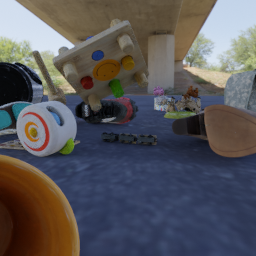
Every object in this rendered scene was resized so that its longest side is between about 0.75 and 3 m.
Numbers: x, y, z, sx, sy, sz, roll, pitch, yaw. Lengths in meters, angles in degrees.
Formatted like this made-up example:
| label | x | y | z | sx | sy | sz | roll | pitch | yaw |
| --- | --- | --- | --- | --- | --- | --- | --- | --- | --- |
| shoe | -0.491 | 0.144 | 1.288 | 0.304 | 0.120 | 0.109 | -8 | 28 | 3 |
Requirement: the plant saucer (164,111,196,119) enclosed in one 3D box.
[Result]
| label | x | y | z | sx | sy | sz | roll | pitch | yaw |
| --- | --- | --- | --- | --- | --- | --- | --- | --- | --- |
| plant saucer | 2.420 | -0.608 | 12.791 | 1.547 | 0.240 | 1.547 | 1 | 8 | 0 |

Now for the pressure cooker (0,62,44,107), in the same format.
| label | x | y | z | sx | sy | sz | roll | pitch | yaw |
| --- | --- | --- | --- | --- | --- | --- | --- | --- | --- |
| pressure cooker | -5.118 | -1.672 | 12.481 | 2.468 | 2.430 | 2.763 | -1 | 7 | -2 |

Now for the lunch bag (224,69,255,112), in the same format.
| label | x | y | z | sx | sy | sz | roll | pitch | yaw |
| --- | --- | --- | --- | --- | --- | --- | --- | --- | --- |
| lunch bag | 3.898 | -0.918 | 9.085 | 1.116 | 1.899 | 1.557 | -2 | 8 | -8 |

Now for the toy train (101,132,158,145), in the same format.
| label | x | y | z | sx | sy | sz | roll | pitch | yaw |
| --- | --- | --- | --- | --- | --- | --- | --- | --- | --- |
| toy train | 0.033 | 0.258 | 6.799 | 1.494 | 0.255 | 0.342 | 3 | -3 | 26 |

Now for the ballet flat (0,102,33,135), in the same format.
| label | x | y | z | sx | sy | sz | roll | pitch | yaw |
| --- | --- | --- | --- | --- | --- | --- | --- | --- | --- |
| ballet flat | -3.518 | -0.193 | 8.062 | 0.972 | 0.972 | 2.800 | 4 | 10 | 24 |

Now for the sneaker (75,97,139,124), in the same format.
| label | x | y | z | sx | sy | sz | roll | pitch | yaw |
| --- | --- | --- | --- | --- | --- | --- | --- | --- | --- |
| sneaker | -0.921 | -0.629 | 10.351 | 2.748 | 0.971 | 1.342 | 4 | 8 | 41 |

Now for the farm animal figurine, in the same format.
| label | x | y | z | sx | sy | sz | roll | pitch | yaw |
| --- | --- | --- | --- | --- | --- | --- | --- | --- | --- |
| farm animal figurine | 2.354 | -1.185 | 13.634 | 2.198 | 1.105 | 1.775 | 1 | -25 | 24 |

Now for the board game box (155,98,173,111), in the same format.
| label | x | y | z | sx | sy | sz | roll | pitch | yaw |
| --- | --- | --- | --- | --- | --- | --- | --- | --- | --- |
| board game box | 2.161 | -1.418 | 16.667 | 0.739 | 0.726 | 1.409 | -2 | 8 | -15 |

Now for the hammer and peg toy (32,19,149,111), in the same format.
| label | x | y | z | sx | sy | sz | roll | pitch | yaw |
| --- | --- | --- | --- | --- | --- | --- | --- | --- | --- |
| hammer and peg toy | -0.994 | -1.390 | 7.313 | 2.919 | 1.029 | 2.147 | -25 | -31 | 5 |

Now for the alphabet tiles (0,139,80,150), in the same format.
| label | x | y | z | sx | sy | sz | roll | pitch | yaw |
| --- | --- | --- | --- | --- | --- | --- | --- | --- | --- |
| alphabet tiles | -2.062 | 0.359 | 6.696 | 1.636 | 0.062 | 1.368 | 3 | 8 | 15 |

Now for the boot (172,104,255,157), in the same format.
| label | x | y | z | sx | sy | sz | roll | pitch | yaw |
| --- | --- | --- | --- | --- | --- | --- | --- | --- | --- |
| boot | 2.496 | -0.057 | 6.307 | 2.113 | 1.015 | 2.890 | -4 | 9 | -30 |

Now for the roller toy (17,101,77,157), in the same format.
| label | x | y | z | sx | sy | sz | roll | pitch | yaw |
| --- | --- | --- | --- | --- | --- | --- | --- | --- | --- |
| roller toy | -1.645 | 0.008 | 5.567 | 1.132 | 1.033 | 0.791 | 10 | 17 | 26 |

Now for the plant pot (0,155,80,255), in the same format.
| label | x | y | z | sx | sy | sz | roll | pitch | yaw |
| --- | --- | --- | --- | --- | --- | --- | --- | --- | --- |
| plant pot | -0.914 | 0.681 | 1.632 | 1.010 | 1.010 | 0.925 | -5 | -6 | -30 |
